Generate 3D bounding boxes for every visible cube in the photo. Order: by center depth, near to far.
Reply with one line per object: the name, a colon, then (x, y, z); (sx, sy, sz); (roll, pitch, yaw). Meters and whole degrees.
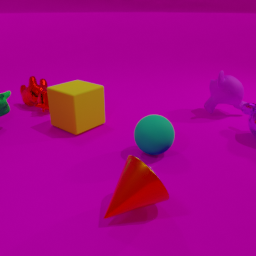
cube: (-1.477, -0.641, 8.110); (1.159, 1.159, 1.159); (18, 30, 36)

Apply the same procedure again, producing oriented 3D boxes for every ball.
ball: (0.620, 0.162, 6.634); (0.953, 0.953, 0.953); (0, 25, 0)

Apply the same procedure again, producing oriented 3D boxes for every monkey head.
monkey head: (3.775, -0.300, 7.247); (1.119, 1.336, 1.857); (1, 30, -8)
monkey head: (3.051, -1.025, 8.897); (1.222, 1.699, 1.024); (-55, 25, -14)

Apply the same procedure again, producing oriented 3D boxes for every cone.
cone: (-0.024, 1.171, 4.716); (1.021, 1.017, 1.017); (-40, 40, -18)

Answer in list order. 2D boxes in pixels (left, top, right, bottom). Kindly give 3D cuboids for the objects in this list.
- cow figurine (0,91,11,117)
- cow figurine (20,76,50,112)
cow figurine: (-4.040, -0.967, 8.014); (0.884, 1.610, 1.584); (-30, -1, -34)
cow figurine: (-3.048, -1.016, 9.480); (1.458, 1.435, 0.800); (-27, -21, 35)
